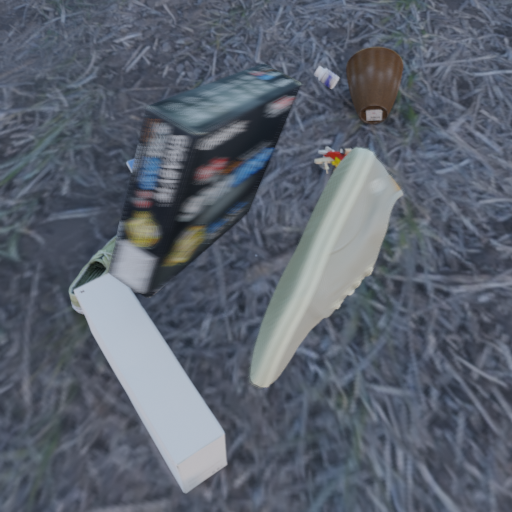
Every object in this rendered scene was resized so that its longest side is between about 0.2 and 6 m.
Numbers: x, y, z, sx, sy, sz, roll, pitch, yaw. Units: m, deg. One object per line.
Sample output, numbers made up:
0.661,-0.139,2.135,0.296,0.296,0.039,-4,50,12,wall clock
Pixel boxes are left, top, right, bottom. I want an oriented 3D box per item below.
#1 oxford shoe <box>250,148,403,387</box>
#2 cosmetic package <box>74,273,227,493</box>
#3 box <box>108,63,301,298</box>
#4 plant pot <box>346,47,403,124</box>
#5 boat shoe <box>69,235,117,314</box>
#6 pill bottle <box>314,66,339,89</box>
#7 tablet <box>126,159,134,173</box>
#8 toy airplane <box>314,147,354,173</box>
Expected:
0.939,0.248,7.408,0.993,1.293,3.439,28,87,-10,oxford shoe
-1.746,1.959,9.200,0.890,1.450,3.513,-29,59,-19,cosmetic package
-0.738,-1.319,8.857,0.814,2.812,3.538,31,35,10,box
2.938,-4.103,13.954,1.430,1.430,1.530,5,65,4,plant pot
-2.966,0.241,11.017,0.711,0.612,1.975,16,55,12,boat shoe
1.654,-4.214,13.197,0.536,0.321,0.321,36,59,2,pill bottle
-2.386,-1.897,12.964,0.863,0.091,1.326,-23,55,-16,tablet
1.836,-2.178,12.911,0.938,0.662,0.934,1,14,11,toy airplane
